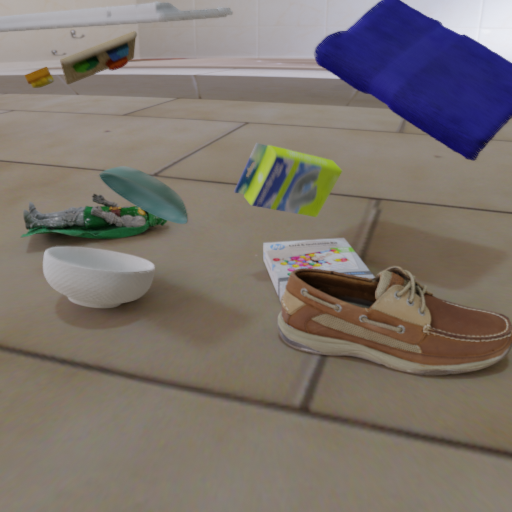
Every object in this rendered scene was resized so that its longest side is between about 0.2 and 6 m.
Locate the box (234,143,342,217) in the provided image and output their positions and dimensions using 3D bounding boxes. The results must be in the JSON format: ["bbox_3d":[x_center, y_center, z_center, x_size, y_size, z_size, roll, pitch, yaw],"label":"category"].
[{"bbox_3d":[0.580,-1.313,9.891,1.715,1.046,0.409,6,34,-35],"label":"box"}]

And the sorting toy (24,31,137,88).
[{"bbox_3d":[-3.315,-3.632,10.825,2.162,0.289,1.611,-27,10,-13],"label":"sorting toy"}]

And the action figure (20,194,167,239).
[{"bbox_3d":[-3.466,-0.850,12.388,3.022,0.826,1.785,-2,22,-12],"label":"action figure"}]

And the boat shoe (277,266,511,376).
[{"bbox_3d":[1.989,0.845,8.171,3.412,1.225,1.292,4,26,9],"label":"boat shoe"}]

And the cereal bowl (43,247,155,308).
[{"bbox_3d":[-2.647,0.395,9.405,1.831,0.763,1.831,10,9,-2],"label":"cereal bowl"}]

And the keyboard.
[{"bbox_3d":[-2.389,-3.272,7.829,4.434,0.236,1.248,14,24,35],"label":"keyboard"}]

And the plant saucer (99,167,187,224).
[{"bbox_3d":[-1.689,-0.984,8.711,1.511,0.272,1.511,25,-12,6],"label":"plant saucer"}]

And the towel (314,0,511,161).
[{"bbox_3d":[2.990,-3.182,9.975,3.389,0.840,2.502,39,61,18],"label":"towel"}]

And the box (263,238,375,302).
[{"bbox_3d":[1.132,0.325,10.220,1.690,0.446,2.168,-4,25,-8],"label":"box"}]
